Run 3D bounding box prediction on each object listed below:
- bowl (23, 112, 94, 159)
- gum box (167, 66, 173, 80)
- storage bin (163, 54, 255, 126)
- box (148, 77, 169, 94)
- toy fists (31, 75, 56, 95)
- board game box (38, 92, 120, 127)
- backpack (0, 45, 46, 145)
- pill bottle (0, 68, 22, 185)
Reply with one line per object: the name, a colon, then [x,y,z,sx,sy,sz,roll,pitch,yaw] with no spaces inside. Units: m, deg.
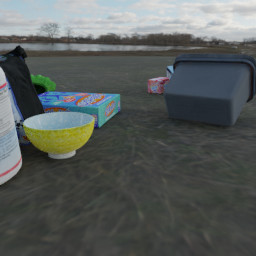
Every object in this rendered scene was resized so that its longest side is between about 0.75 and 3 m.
bowl: [-1.398,0.189,5.846,1.424,0.766,1.424,-1,16,0]
gum box: [3.315,-2.283,12.595,2.559,0.570,2.174,-12,37,-8]
storage bin: [2.372,-0.999,8.540,2.574,1.874,1.729,11,48,31]
box: [1.531,-2.051,13.364,0.667,0.615,1.299,10,20,30]
toy fists: [-4.526,-1.714,11.712,2.927,1.006,1.492,1,27,-3]
board game box: [-1.821,-0.660,8.850,2.724,0.613,2.072,4,18,14]
backpack: [-3.161,-0.497,6.191,2.169,2.277,1.754,3,30,21]
pill bottle: [-2.557,-0.281,4.475,1.295,2.382,1.295,-2,23,1]
